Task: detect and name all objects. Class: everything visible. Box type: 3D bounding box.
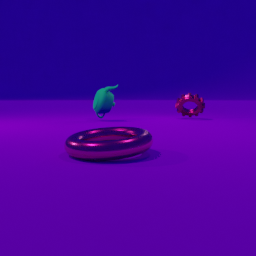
[{"bbox_3d":[2.816,-1.017,12.712,1.295,1.295,0.240,2,48,14],"label":"gear"},{"bbox_3d":[-0.924,-1.113,11.541,0.832,1.700,1.057,14,30,-19],"label":"teapot"},{"bbox_3d":[-0.328,0.238,4.860,1.526,0.305,1.526,-3,10,1],"label":"ring"}]
